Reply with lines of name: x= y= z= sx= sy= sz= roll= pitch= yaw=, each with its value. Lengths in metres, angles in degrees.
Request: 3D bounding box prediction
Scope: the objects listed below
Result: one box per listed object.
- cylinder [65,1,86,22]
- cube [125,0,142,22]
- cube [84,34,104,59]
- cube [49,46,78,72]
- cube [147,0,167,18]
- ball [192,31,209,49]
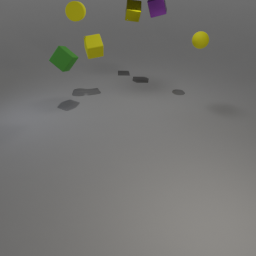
cylinder: x=-1.976 y=-4.424 z=10.614 sx=0.700 sy=0.700 sz=0.700 roll=-1 pitch=23 yaw=-2
cube: x=0.248 y=-5.671 z=13.558 sx=0.700 sy=0.700 sz=0.700 roll=5 pitch=67 yaw=-6
cube: x=-1.483 y=-3.533 z=12.144 sx=0.700 sy=0.700 sz=0.700 roll=-14 pitch=67 yaw=-11
cube: x=-2.469 y=-2.669 z=10.806 sx=0.700 sy=0.700 sz=0.700 roll=39 pitch=16 yaw=-3
cube: x=1.282 y=-5.328 z=12.228 sx=0.700 sy=0.700 sz=0.700 roll=-9 pitch=34 yaw=16
ball: x=3.042 y=-3.686 z=11.756 sx=0.700 sy=0.700 sz=0.700 roll=0 pitch=30 yaw=0
